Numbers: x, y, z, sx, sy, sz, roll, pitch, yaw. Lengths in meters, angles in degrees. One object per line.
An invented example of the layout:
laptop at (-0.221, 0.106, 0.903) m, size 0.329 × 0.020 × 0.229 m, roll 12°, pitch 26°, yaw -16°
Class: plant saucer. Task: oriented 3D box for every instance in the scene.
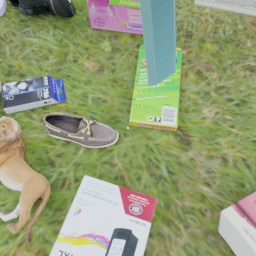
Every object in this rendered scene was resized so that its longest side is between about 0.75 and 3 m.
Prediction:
plant saucer at (0.532, -1.483, 4.466) m, size 0.632 × 1.807 × 0.171 m, roll -34°, pitch 50°, yaw -20°

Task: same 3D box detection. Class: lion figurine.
lion figurine at (-2.769, 1.160, 6.919) m, size 2.926 × 1.060 × 1.792 m, roll 45°, pitch 64°, yaw 4°

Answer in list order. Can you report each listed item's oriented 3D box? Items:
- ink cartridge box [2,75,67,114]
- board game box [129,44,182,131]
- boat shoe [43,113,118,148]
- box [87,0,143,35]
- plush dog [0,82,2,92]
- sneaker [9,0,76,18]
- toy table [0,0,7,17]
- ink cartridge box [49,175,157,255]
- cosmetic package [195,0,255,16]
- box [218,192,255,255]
ink cartridge box at (-2.745, -1.032, 8.213) m, size 1.767 × 0.346 × 0.879 m, roll -13°, pitch 65°, yaw -7°
board game box at (0.862, -1.287, 8.307) m, size 1.327 × 0.416 × 2.777 m, roll 7°, pitch 67°, yaw 3°
boat shoe at (-1.277, 0.027, 7.546) m, size 2.044 × 0.608 × 0.734 m, roll 11°, pitch 65°, yaw 5°
box at (-0.069, -4.247, 8.529) m, size 2.215 × 2.518 × 1.217 m, roll 9°, pitch 65°, yaw 4°
plush dog at (-4.484, -0.751, 7.651) m, size 1.664 × 1.335 × 1.429 m, roll 14°, pitch 61°, yaw -40°
sneaker at (-2.936, -4.092, 9.405) m, size 2.658 × 1.007 × 1.164 m, roll 31°, pitch 72°, yaw 24°
toy table at (-5.628, -4.831, 9.304) m, size 2.820 × 1.652 × 2.593 m, roll 13°, pitch 65°, yaw 5°
ink cartridge box at (-0.547, 2.485, 5.878) m, size 1.763 × 1.002 × 2.419 m, roll 17°, pitch 54°, yaw 4°
cosmetic package at (3.122, -3.629, 6.839) m, size 1.050 × 1.487 × 2.873 m, roll -26°, pitch 43°, yaw -28°
box at (3.131, 2.088, 6.153) m, size 1.871 × 1.019 × 1.196 m, roll -25°, pitch 45°, yaw -12°
